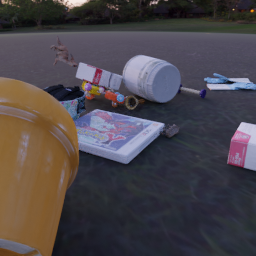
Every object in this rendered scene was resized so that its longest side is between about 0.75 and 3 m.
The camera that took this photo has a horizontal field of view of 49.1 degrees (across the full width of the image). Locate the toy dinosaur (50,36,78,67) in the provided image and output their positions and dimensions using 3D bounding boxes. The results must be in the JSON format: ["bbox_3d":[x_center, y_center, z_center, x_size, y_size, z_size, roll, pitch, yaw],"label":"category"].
[{"bbox_3d":[-2.135,-2.497,9.380,0.743,1.096,0.470,-14,2,-31],"label":"toy dinosaur"}]

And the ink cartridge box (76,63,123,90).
[{"bbox_3d":[-1.282,-2.307,12.656,1.236,0.698,1.684,26,12,41],"label":"ink cartridge box"}]

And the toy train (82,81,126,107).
[{"bbox_3d":[-1.108,-1.419,12.222,1.898,0.703,2.526,15,9,-21],"label":"toy train"}]

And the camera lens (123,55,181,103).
[{"bbox_3d":[0.985,-2.214,12.518,1.803,1.803,2.254,-16,29,-31],"label":"camera lens"}]

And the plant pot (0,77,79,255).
[{"bbox_3d":[-2.139,1.035,4.396,2.789,2.789,2.553,-4,40,-10],"label":"plant pot"}]

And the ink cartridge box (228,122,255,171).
[{"bbox_3d":[3.775,0.585,7.380,1.880,0.778,1.377,14,27,29],"label":"ink cartridge box"}]

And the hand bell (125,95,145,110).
[{"bbox_3d":[0.402,-1.103,11.794,0.582,0.582,1.117,15,16,30],"label":"hand bell"}]

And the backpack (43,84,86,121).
[{"bbox_3d":[-2.432,-0.732,9.588,1.619,1.373,1.824,10,15,10],"label":"backpack"}]

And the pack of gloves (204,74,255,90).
[{"bbox_3d":[5.439,-2.531,14.875,2.573,0.508,2.162,0,23,2],"label":"pack of gloves"}]

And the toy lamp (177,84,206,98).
[{"bbox_3d":[2.830,-1.783,13.201,1.656,0.482,0.482,18,29,36],"label":"toy lamp"}]

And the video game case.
[{"bbox_3d":[-0.613,0.120,9.022,2.829,0.325,2.578,13,26,27],"label":"video game case"}]

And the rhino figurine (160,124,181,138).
[{"bbox_3d":[1.443,0.069,9.198,0.395,0.270,0.904,33,36,27],"label":"rhino figurine"}]
